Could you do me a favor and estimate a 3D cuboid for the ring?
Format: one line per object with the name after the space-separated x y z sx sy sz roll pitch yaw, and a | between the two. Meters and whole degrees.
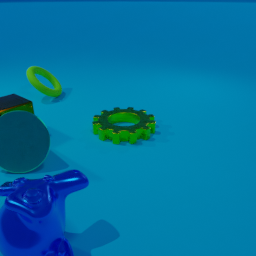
-2.868 -1.603 9.660 1.358 0.272 1.358 39 23 -20 | ring

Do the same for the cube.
-3.015 -0.252 7.162 0.915 0.915 0.915 21 34 36 | cube

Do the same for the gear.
-0.106 -0.107 7.546 1.683 0.311 1.683 0 27 0 | gear

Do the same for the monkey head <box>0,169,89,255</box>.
-1.170 1.236 3.966 1.352 1.132 1.879 -17 21 -35 | monkey head

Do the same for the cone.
-2.261 0.287 6.413 1.297 1.297 1.302 0 0 -1 | cone
